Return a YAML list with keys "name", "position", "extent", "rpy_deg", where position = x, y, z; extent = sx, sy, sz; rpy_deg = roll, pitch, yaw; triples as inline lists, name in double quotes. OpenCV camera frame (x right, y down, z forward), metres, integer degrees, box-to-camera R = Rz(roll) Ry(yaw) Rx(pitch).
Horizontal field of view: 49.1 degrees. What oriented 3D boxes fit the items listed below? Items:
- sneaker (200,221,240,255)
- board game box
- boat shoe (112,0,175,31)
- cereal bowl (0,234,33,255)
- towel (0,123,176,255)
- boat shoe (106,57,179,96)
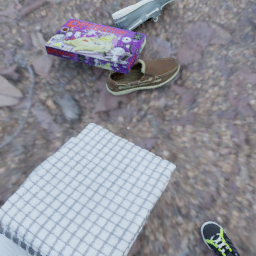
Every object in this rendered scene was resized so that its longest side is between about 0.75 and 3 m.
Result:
- name: "sneaker"
  position: [2.145, 2.640, 6.010]
  extent: [0.513, 0.593, 1.431]
  rpy_deg: [-32, 73, -11]
- name: "board game box"
  position: [-0.850, -2.283, 7.624]
  extent: [2.383, 0.385, 1.430]
  rpy_deg: [16, 50, 13]
- name: "boat shoe"
  position: [0.570, -3.449, 8.324]
  extent: [2.187, 0.796, 0.676]
  rpy_deg: [-30, 116, -17]
- name: "cereal bowl"
  position: [-2.099, 3.209, 5.549]
  extent: [2.628, 1.094, 2.628]
  rpy_deg: [0, 69, 0]
- name: "towel"
  position: [-0.726, 1.461, 5.759]
  extent: [2.420, 1.251, 2.922]
  rpy_deg: [25, 48, 17]
- name: "boat shoe"
  position: [0.434, -1.443, 7.405]
  extent: [2.089, 0.773, 0.771]
  rpy_deg: [-22, 72, -8]
